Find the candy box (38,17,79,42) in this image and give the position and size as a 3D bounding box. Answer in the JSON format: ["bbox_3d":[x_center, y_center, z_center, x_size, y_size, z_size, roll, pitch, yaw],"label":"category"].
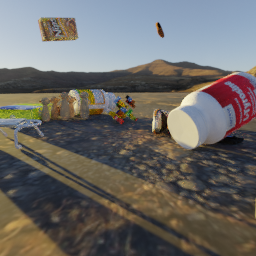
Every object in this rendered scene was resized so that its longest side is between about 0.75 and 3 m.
[{"bbox_3d":[-3.128,-4.458,12.665,1.643,0.949,0.454,-15,7,-34],"label":"candy box"}]

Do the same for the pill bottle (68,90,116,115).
[{"bbox_3d":[-1.947,-1.437,15.511,2.456,1.364,1.364,-5,11,-34],"label":"pill bottle"}]

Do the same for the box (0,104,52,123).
[{"bbox_3d":[-4.856,-0.739,13.194,1.800,0.704,2.953,1,9,6],"label":"box"}]

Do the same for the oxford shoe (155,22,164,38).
[{"bbox_3d":[1.566,-4.777,13.674,0.285,0.800,0.285,-28,16,1],"label":"oxford shoe"}]

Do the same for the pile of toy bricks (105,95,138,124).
[{"bbox_3d":[-0.045,-0.695,12.601,1.110,1.248,2.249,41,6,9],"label":"pile of toy bricks"}]

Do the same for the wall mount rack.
[{"bbox_3d":[-3.408,0.104,8.082,2.100,0.783,1.824,1,13,4],"label":"wall mount rack"}]

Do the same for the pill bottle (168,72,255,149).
[{"bbox_3d":[2.444,-0.473,7.773,2.656,1.491,1.491,-26,21,-27],"label":"pill bottle"}]

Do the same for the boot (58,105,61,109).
[{"bbox_3d":[-3.036,-1.126,16.070,2.061,0.725,1.476,-2,14,13],"label":"boot"}]

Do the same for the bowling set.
[{"bbox_3d":[-3.201,-1.100,13.530,2.456,1.318,1.709,-5,11,-30],"label":"bowling set"}]

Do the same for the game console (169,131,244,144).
[{"bbox_3d":[2.493,0.194,8.800,1.343,0.274,2.276,-8,13,-41],"label":"game console"}]

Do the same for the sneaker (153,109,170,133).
[{"bbox_3d":[1.459,-0.243,9.903,0.824,0.835,2.134,10,12,26],"label":"sneaker"}]
